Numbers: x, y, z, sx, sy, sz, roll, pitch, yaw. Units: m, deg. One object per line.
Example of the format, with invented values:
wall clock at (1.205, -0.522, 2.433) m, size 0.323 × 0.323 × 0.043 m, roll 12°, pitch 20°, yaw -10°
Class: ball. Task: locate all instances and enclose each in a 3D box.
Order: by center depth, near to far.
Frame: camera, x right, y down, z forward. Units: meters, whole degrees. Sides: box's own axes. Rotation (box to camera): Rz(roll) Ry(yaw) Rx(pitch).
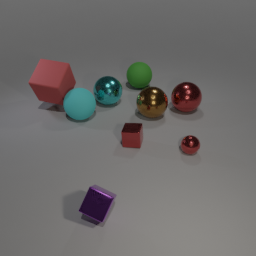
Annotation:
ball at (2.269, 0.612, 10.178) m, size 0.700 × 0.700 × 0.700 m, roll 0°, pitch 31°, yaw 0°
ball at (-2.111, -1.053, 12.255) m, size 1.400 × 1.400 × 1.400 m, roll 0°, pitch 31°, yaw 0°
ball at (1.061, -1.129, 12.365) m, size 1.400 × 1.400 × 1.400 m, roll 0°, pitch 31°, yaw 0°
ball at (2.681, -1.417, 12.874) m, size 1.400 × 1.400 × 1.400 m, roll 0°, pitch 31°, yaw 0°
ball at (-0.969, -1.794, 13.460) m, size 1.400 × 1.400 × 1.400 m, roll 0°, pitch 31°, yaw 0°
ball at (0.614, -2.879, 15.225) m, size 1.400 × 1.400 × 1.400 m, roll 0°, pitch 31°, yaw 0°

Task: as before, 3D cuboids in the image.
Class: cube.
cube at (-0.788, 1.992, 7.463) m, size 0.700 × 0.700 × 0.700 m, roll 24°, pitch -4°, yaw 7°
cube at (0.177, 0.274, 10.684) m, size 0.700 × 0.700 × 0.700 m, roll 2°, pitch 31°, yaw 12°
cube at (-3.350, -2.048, 12.614) m, size 1.400 × 1.400 × 1.400 m, roll 11°, pitch 63°, yaw 10°
